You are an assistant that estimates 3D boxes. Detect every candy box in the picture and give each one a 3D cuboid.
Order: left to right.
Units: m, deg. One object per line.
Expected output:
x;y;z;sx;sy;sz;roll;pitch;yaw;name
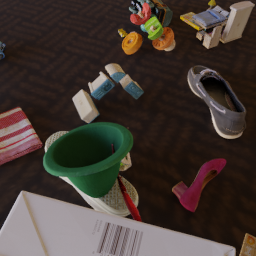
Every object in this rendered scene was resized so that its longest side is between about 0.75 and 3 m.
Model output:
2.721;-4.342;11.356;0.600;0.155;1.174;-26;53;-17;candy box

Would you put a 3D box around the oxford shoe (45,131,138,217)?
-0.854;0.995;5.951;2.647;0.764;0.995;36;60;27;oxford shoe

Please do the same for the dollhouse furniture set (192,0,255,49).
3.183;-4.229;10.370;1.871;1.293;1.982;-23;55;-21;dollhouse furniture set

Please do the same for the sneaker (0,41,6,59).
-4.523;-2.822;9.724;0.573;0.499;1.274;-24;52;-25;sneaker

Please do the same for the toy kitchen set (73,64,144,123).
-0.462;-0.788;7.840;1.589;1.273;0.936;-41;49;13;toy kitchen set

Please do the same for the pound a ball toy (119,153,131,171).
-0.216;0.593;6.635;0.364;0.558;0.856;14;49;-35;pound a ball toy

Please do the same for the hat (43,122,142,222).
-0.516;1.082;5.269;1.636;1.738;1.975;-15;27;-2;hat

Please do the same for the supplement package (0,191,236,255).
-0.362;2.514;3.704;2.973;1.649;2.316;13;54;8;supplement package

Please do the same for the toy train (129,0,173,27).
0.888;-4.871;11.403;1.293;0.967;2.269;-2;44;-19;toy train

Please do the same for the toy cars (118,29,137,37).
0.042;-3.492;10.551;0.920;0.204;0.412;16;52;10;toy cars

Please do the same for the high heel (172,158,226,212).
1.686;1.204;5.956;1.422;0.479;0.684;-34;44;-9;high heel

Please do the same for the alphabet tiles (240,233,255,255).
2.567;2.525;5.025;1.094;0.042;1.315;23;51;20;alphabet tiles

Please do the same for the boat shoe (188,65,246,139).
2.487;-1.036;7.798;0.990;0.843;2.960;-8;47;-7;boat shoe

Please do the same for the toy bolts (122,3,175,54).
0.737;-3.293;10.049;1.720;1.249;1.801;-30;52;27;toy bolts

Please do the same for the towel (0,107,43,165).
-3.058;0.143;7.157;1.208;0.191;1.677;-25;52;-23;towel
